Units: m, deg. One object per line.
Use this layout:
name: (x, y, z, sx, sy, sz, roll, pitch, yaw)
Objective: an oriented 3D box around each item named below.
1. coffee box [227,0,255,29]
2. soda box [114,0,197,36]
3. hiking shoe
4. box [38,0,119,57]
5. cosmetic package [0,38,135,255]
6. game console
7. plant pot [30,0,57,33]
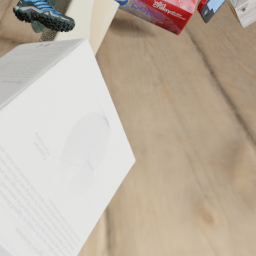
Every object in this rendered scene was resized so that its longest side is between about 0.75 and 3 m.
coffee box: (1.644, -1.826, 4.045, 0.320, 0.802, 0.459, -29, 76, 26)
soda box: (0.258, -3.065, 6.168, 2.510, 0.796, 0.879, 22, 68, -6)
hiking shoe: (-1.281, -1.841, 4.392, 1.009, 0.375, 0.438, 18, 74, 2)
box: (-1.149, -1.625, 5.376, 0.827, 2.128, 1.010, 20, 14, -37)
cosmetic package: (-1.080, 0.341, 3.237, 1.203, 1.951, 1.957, 5, 43, 31)
game console: (2.972, -4.309, 9.210, 0.248, 1.599, 1.414, 47, 19, 20)
plant pot: (-1.639, -2.770, 6.159, 0.873, 1.302, 1.302, -1, 46, -4)
